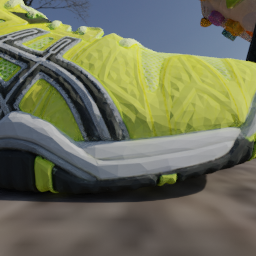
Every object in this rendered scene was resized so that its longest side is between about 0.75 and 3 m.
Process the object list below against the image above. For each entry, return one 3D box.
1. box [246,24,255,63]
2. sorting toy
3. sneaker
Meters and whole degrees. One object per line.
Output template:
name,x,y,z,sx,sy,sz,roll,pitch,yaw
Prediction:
box,3.321,-1.259,3.919,2.896,2.151,1.800,15,6,20
sorting toy,3.103,-2.878,7.213,1.405,2.368,2.630,-42,-22,6
sneaker,-0.390,-0.205,1.144,2.000,0.764,0.754,1,0,11
